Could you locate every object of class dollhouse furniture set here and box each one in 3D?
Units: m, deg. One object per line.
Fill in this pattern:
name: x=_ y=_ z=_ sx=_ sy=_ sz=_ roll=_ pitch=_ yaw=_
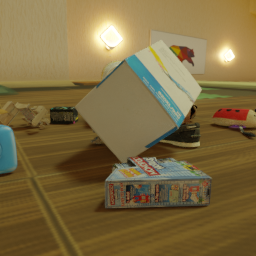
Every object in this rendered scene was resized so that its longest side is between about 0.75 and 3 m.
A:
dollhouse furniture set: x=-4.210 y=-0.310 z=11.513 sx=2.212 sy=1.147 sz=0.979 roll=8 pitch=55 yaw=32

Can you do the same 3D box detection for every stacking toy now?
stacking toy: x=-3.653 y=0.527 z=7.486 sx=1.279 sy=1.209 sz=2.203 roll=-8 pitch=3 yaw=-20

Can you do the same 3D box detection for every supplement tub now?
supplement tub: x=-0.398 y=-2.202 z=12.528 sx=1.557 sy=1.557 sz=2.141 roll=-2 pitch=15 yaw=-7

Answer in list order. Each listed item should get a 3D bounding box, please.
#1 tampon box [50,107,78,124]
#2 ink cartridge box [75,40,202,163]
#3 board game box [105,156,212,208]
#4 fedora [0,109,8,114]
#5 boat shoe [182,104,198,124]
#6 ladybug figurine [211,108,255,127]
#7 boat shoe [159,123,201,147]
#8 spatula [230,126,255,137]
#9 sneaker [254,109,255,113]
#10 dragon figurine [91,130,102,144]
tampon box: x=-2.918 y=-0.587 z=12.851 sx=1.090 sy=0.688 sz=0.817 roll=1 pitch=13 yaw=6
ink cartridge box: x=0.442 y=-0.840 z=7.818 sx=2.052 sy=2.016 sz=2.788 roll=-37 pitch=5 yaw=36
board game box: x=0.349 y=1.040 z=5.802 sx=1.925 sy=0.594 sz=1.926 roll=-3 pitch=13 yaw=-18
fedora: x=-5.514 y=-0.119 z=10.004 sx=2.528 sy=1.031 sz=2.528 roll=-4 pitch=7 yaw=0
boat shoe: x=2.736 y=-0.780 z=13.192 sx=1.033 sy=1.089 sz=2.876 roll=9 pitch=24 yaw=20
ladybug figurine: x=4.603 y=-0.466 z=12.057 sx=2.020 sy=0.726 sz=1.371 roll=6 pitch=9 yaw=30
boat shoe: x=1.334 y=0.075 z=9.664 sx=2.461 sy=0.832 sz=0.884 roll=8 pitch=14 yaw=39
spatula: x=4.487 y=0.109 z=10.871 sx=0.554 sy=0.201 sz=1.961 roll=6 pitch=13 yaw=-1
sneaker: x=6.943 y=-0.525 z=12.377 sx=2.715 sy=0.944 sz=1.351 roll=5 pitch=20 yaw=38
dragon figurine: x=-0.186 y=0.250 z=9.307 sx=2.065 sy=0.608 sz=1.027 roll=-6 pitch=14 yaw=-18
